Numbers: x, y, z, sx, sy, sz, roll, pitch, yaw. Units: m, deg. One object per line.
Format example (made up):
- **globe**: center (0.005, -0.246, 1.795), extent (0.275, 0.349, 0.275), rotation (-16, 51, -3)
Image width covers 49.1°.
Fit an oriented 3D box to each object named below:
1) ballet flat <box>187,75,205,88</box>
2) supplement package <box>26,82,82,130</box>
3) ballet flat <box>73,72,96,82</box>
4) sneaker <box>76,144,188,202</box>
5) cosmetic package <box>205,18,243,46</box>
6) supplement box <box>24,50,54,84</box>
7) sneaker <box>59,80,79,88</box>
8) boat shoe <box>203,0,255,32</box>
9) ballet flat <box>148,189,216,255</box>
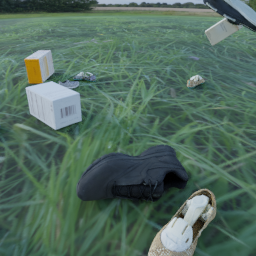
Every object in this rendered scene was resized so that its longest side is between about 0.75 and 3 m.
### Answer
- **ballet flat**: center (3.594, -2.501, 14.702), extent (0.541, 0.500, 1.533), rotation (12, 28, 36)
- **supplement package**: center (-2.904, -0.932, 10.943), extent (1.192, 1.196, 2.040), rotation (-24, 36, -37)
- **ballet flat**: center (-2.389, -2.852, 15.420), extent (1.377, 0.495, 0.495), rotation (8, 29, 17)
- **sneaker**: center (0.190, 1.274, 6.962), extent (2.925, 1.111, 1.328), rotation (-15, 40, -19)
- **cosmetic package**: center (3.532, -3.656, 10.367), extent (1.196, 0.619, 0.437), rotation (-30, 14, 30)
- **supplement box**: center (-4.893, -3.439, 15.603), extent (0.788, 1.350, 2.143), rotation (1, 27, 5)
- **sneaker**: center (-3.012, -2.267, 14.323), extent (1.095, 0.449, 0.409), rotation (-18, 32, -31)
- **boat shoe**: center (3.216, -3.514, 8.515), extent (2.029, 0.612, 0.767), rotation (37, 47, -6)
- **ballet flat**: center (1.156, 2.006, 5.770), extent (0.833, 0.771, 2.363), rotation (20, 34, 28)
